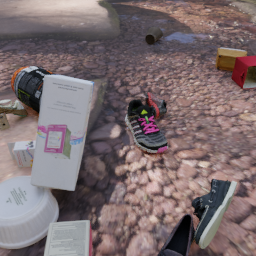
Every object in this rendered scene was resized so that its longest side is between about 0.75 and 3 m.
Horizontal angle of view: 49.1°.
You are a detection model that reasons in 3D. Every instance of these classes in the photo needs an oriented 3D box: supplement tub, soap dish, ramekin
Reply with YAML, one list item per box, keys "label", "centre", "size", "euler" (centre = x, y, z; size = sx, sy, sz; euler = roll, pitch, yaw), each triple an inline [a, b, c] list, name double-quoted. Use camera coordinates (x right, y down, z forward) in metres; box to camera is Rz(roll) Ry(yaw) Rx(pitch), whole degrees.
- label: "supplement tub"
  centre: [-3.009, -1.295, 10.021]
  size: [2.455, 1.504, 1.504]
  euler: [28, 44, 32]
- label: "soap dish"
  centre: [4.807, -3.182, 13.169]
  size: [1.314, 1.034, 0.534]
  euler: [13, 55, 18]
- label: "ramekin"
  centre: [-2.447, 1.794, 6.318]
  size: [1.635, 0.761, 1.635]
  euler: [-1, 35, 1]

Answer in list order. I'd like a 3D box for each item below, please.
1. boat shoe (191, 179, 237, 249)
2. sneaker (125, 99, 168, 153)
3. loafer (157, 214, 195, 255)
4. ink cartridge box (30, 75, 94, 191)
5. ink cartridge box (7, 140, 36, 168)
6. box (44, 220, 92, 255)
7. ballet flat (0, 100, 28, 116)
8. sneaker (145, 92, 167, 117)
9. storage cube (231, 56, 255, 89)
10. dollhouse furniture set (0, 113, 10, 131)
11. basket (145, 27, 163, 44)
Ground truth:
- label: "boat shoe"
  centre: [1.817, 1.778, 6.322]
  size: [0.711, 0.802, 2.145]
  euler: [21, 39, 28]
- label: "sneaker"
  centre: [0.526, -0.148, 8.824]
  size: [0.861, 1.021, 2.335]
  euler: [-12, 37, -17]
- label: "loafer"
  centre: [0.918, 2.455, 5.566]
  size: [0.635, 0.556, 1.766]
  euler: [16, 38, 21]
- label: "ink cartridge box"
  centre: [-1.497, 0.028, 6.662]
  size: [1.022, 2.414, 1.744]
  euler: [11, 10, -7]
- label: "ink cartridge box"
  centre: [-2.776, 0.733, 7.889]
  size: [1.167, 0.672, 0.396]
  euler: [-4, 36, -6]
- label: "box"
  centre: [-1.120, 2.525, 5.333]
  size: [0.832, 0.709, 1.302]
  euler: [-2, 35, -3]
- label: "ballet flat"
  centre: [-3.994, -0.703, 9.544]
  size: [0.491, 0.523, 1.447]
  euler: [30, 17, 34]
- label: "sneaker"
  centre: [1.045, -0.892, 10.346]
  size: [0.667, 0.483, 1.365]
  euler: [-9, 39, -11]
- label: "storage cube"
  centre: [5.232, -2.405, 11.986]
  size: [1.222, 1.045, 1.099]
  euler: [-5, 35, -7]
- label: "dollhouse furniture set"
  centre: [-4.520, -0.258, 9.340]
  size: [0.868, 0.608, 0.612]
  euler: [-20, 40, -26]
- label: "basket"
  centre: [1.473, -5.449, 16.586]
  size: [0.968, 0.730, 1.074]
  euler: [21, 43, 8]
